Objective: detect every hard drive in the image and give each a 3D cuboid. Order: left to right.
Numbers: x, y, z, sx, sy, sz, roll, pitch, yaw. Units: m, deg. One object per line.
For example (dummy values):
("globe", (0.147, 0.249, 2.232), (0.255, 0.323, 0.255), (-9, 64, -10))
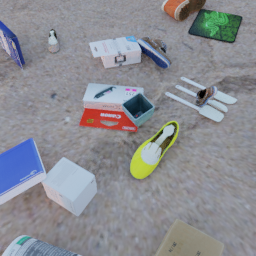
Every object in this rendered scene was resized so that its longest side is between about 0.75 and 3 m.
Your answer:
("hard drive", (-3.071, 1.092, 7.729), (1.348, 0.259, 2.043), (-30, 33, -12))

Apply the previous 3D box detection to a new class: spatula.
("spatula", (2.644, -1.135, 10.341), (2.313, 0.186, 1.608), (31, 57, 24))

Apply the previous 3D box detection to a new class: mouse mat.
("mouse mat", (4.363, -5.123, 13.857), (2.222, 0.104, 2.761), (17, 50, 15))

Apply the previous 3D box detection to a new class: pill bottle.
("pill bottle", (-1.597, 3.165, 5.942), (2.062, 1.166, 1.166), (14, 50, 13))

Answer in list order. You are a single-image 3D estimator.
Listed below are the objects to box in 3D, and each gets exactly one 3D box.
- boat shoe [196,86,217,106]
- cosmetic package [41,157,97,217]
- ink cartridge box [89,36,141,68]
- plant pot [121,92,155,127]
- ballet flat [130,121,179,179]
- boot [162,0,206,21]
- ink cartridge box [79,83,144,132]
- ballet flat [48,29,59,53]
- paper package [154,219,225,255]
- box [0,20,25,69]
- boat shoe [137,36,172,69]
("boat shoe", (2.588, -1.119, 9.660), (0.427, 1.181, 0.426), (5, 67, -13))
("cosmetic package", (-1.540, 1.561, 7.501), (1.097, 0.918, 0.912), (26, 54, 21))
("ink cartridge box", (-0.549, -3.177, 11.788), (1.968, 0.657, 1.140), (-12, 50, -10))
("plant pot", (0.353, -0.507, 9.141), (0.792, 0.807, 0.790), (-35, 62, -13))
("ballet flat", (0.856, 0.545, 8.433), (0.759, 0.761, 2.271), (39, 57, 9))
("boot", (2.993, -6.614, 14.573), (2.704, 1.014, 1.450), (-37, 53, -24))
("ink cartridge box", (-0.568, -0.770, 9.849), (2.074, 0.452, 1.800), (6, 48, 5))
("ballet flat", (-3.391, -3.963, 12.578), (0.513, 0.507, 1.508), (-10, 50, -9))
("paper package", (1.320, 3.002, 6.391), (1.301, 0.706, 1.365), (25, 54, 20))
("box", (-4.864, -3.471, 11.641), (0.342, 1.278, 2.109), (-30, 56, -25))
("boat shoe", (1.191, -3.288, 11.677), (0.787, 0.785, 2.174), (-38, 56, -5))
